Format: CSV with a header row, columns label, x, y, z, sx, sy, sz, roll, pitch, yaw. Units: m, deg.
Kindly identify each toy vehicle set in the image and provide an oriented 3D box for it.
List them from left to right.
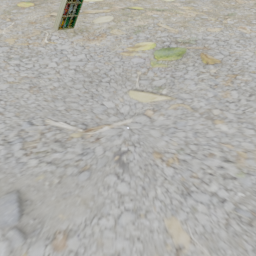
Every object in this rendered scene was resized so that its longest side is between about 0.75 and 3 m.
label,x,y,z,sx,sy,sz,roll,pitch,yaw
toy vehicle set,-1.646,-3.423,8.001,0.168,1.269,0.788,38,36,10
